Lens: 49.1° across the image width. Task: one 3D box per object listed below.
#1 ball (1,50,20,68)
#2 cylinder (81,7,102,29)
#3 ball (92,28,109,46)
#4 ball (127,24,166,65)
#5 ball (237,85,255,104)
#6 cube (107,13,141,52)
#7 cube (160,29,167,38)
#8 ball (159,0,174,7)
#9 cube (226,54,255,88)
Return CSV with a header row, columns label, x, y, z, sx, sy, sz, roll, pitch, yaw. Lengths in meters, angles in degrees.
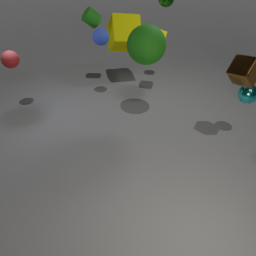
label,x,y,z,sx,sy,sz,roll,pitch,yaw
ball,-4.700,-2.735,11.179,0.700,0.700,0.700,0,33,0
cylinder,-1.675,-5.068,12.881,0.700,0.700,0.700,28,19,-32
ball,-1.138,-3.809,11.731,0.700,0.700,0.700,0,33,0
ball,0.656,-2.950,9.945,1.400,1.400,1.400,0,33,0
ball,4.226,-1.200,9.850,0.700,0.700,0.700,0,33,0
cube,-0.199,-4.659,13.806,1.400,1.400,1.400,-3,-4,-15
cube,1.273,-3.959,12.532,0.700,0.700,0.700,19,-6,-1
ball,1.714,-5.780,12.532,0.700,0.700,0.700,0,33,0
cube,3.584,-1.751,8.620,0.700,0.700,0.700,27,85,44
